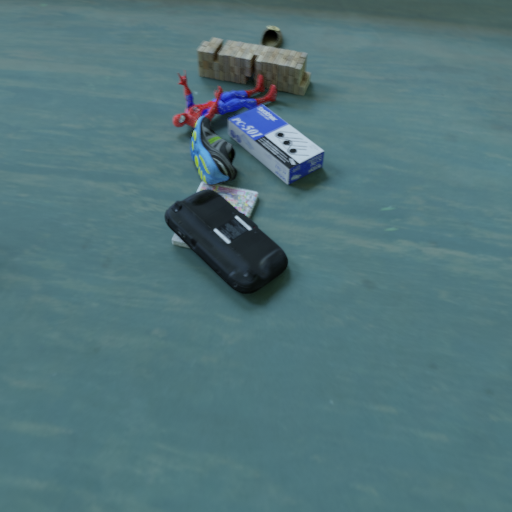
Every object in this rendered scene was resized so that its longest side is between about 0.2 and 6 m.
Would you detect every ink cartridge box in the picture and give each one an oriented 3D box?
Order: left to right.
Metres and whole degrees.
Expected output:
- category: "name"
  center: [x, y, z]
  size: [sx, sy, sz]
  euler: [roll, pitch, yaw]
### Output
- category: "ink cartridge box"
  center: [0.442, -2.709, 13.440]
  size: [1.094, 0.515, 2.328]
  euler: [-30, 56, -24]

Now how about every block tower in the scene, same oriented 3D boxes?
- category: "block tower"
  center: [-0.046, -5.217, 15.336]
  size: [3.039, 0.879, 0.821]
  euler: [15, 52, 11]

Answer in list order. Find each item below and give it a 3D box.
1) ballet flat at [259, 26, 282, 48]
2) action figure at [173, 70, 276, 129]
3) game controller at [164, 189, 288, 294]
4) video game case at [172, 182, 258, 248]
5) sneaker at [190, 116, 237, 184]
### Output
- category: "ballet flat"
  center: [0.366, -6.299, 16.500]
  size: [0.652, 0.448, 1.934]
  euler: [12, 51, 10]
- category: "action figure"
  center: [-0.881, -4.125, 14.122]
  size: [2.860, 1.415, 0.933]
  euler: [-30, 54, -20]
- category: "game controller"
  center: [-0.617, -0.369, 11.376]
  size: [1.401, 0.565, 2.685]
  euler: [-29, 61, -37]
- category: "video game case"
  center: [-0.852, -0.830, 12.085]
  size: [1.345, 0.169, 1.879]
  euler: [13, 51, 10]
- category: "sneaker"
  center: [-0.997, -2.450, 13.158]
  size: [0.919, 0.787, 2.219]
  euler: [0, 46, -23]
